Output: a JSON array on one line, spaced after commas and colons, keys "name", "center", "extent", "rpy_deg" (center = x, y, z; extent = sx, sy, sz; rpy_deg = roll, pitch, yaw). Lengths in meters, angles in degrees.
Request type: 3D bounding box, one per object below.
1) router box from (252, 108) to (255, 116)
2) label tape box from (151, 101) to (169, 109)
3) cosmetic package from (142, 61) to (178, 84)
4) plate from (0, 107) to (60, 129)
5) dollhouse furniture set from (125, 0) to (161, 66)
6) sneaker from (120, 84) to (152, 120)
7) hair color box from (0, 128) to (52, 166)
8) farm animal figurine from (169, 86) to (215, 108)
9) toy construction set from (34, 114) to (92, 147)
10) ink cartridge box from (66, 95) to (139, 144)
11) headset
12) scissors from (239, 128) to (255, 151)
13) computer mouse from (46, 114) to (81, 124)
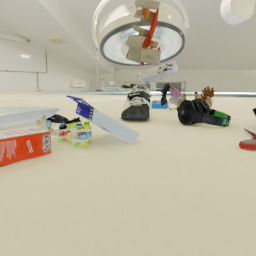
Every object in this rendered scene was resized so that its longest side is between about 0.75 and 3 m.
[{"name": "router box", "center": [5.026, -0.885, 7.126], "extent": [2.169, 0.743, 2.908], "rpy_deg": [-8, -18, -44]}, {"name": "label tape box", "center": [1.667, -1.216, 14.551], "extent": [0.841, 0.388, 1.174], "rpy_deg": [2, 8, 13]}, {"name": "cosmetic package", "center": [1.173, -2.036, 10.305], "extent": [1.275, 0.323, 0.526], "rpy_deg": [-12, 42, 32]}, {"name": "plate", "center": [-3.971, -0.342, 8.615], "extent": [2.710, 0.439, 2.716], "rpy_deg": [4, 11, 28]}, {"name": "dollhouse furniture set", "center": [0.800, -3.372, 10.114], "extent": [1.227, 2.355, 2.381], "rpy_deg": [14, -31, 8]}, {"name": "sneaker", "center": [0.318, -0.970, 10.239], "extent": [1.070, 1.278, 2.887], "rpy_deg": [2, 10, 3]}, {"name": "hair color box", "center": [-2.045, 0.314, 4.565], "extent": [0.726, 0.438, 1.431], "rpy_deg": [6, 12, 37]}, {"name": "farm animal figurine", "center": [2.921, -1.199, 12.978], "extent": [2.037, 1.024, 1.645], "rpy_deg": [-2, -10, 9]}, {"name": "toy construction set", "center": [-1.296, 0.081, 5.858], "extent": [1.275, 0.587, 0.836], "rpy_deg": [13, 12, 13]}, {"name": "ink cartridge box", "center": [-0.662, -0.205, 6.172], "extent": [1.470, 0.298, 1.467], "rpy_deg": [31, -5, -24]}, {"name": "headset", "center": [2.067, -0.671, 8.778], "extent": [2.317, 1.089, 1.431], "rpy_deg": [18, 16, 29]}, {"name": "scissors", "center": [2.942, 0.239, 6.133], "extent": [0.885, 0.169, 2.419], "rpy_deg": [1, 7, 24]}, {"name": "computer mouse", "center": [-2.120, -0.335, 9.290], "extent": [1.145, 0.264, 0.804], "rpy_deg": [7, 12, 36]}]
